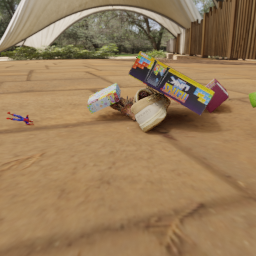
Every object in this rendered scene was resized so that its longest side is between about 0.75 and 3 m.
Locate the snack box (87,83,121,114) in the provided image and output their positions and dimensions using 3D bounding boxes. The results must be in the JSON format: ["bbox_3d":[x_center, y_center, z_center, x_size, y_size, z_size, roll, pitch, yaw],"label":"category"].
[{"bbox_3d":[-0.799,-1.009,9.442,1.093,0.370,0.921,-23,25,13],"label":"snack box"}]

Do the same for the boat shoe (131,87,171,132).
[{"bbox_3d":[0.690,-0.848,9.094,1.079,1.012,2.926,-35,10,15],"label":"boat shoe"}]

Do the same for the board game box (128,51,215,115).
[{"bbox_3d":[1.368,-1.466,9.107,2.379,0.816,2.878,31,13,2],"label":"board game box"}]

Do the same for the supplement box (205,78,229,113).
[{"bbox_3d":[3.311,-1.303,10.958,0.713,0.918,1.664,45,23,-2],"label":"supplement box"}]

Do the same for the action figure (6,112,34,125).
[{"bbox_3d":[-3.253,-0.286,8.697,0.434,0.286,0.877,-2,-12,33],"label":"action figure"}]

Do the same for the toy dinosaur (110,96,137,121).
[{"bbox_3d":[-0.292,-0.853,9.943,1.861,0.799,1.261,13,17,25],"label":"toy dinosaur"}]

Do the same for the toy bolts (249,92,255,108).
[{"bbox_3d":[3.997,-0.612,7.321,0.962,1.324,1.387,-18,2,43],"label":"toy bolts"}]
